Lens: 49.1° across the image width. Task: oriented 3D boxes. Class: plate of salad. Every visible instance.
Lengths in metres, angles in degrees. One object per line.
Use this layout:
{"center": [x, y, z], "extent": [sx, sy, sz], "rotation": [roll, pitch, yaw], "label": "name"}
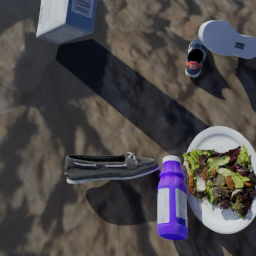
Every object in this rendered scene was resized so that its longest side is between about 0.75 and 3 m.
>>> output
{"center": [1.915, 1.130, 6.304], "extent": [0.570, 2.373, 2.373], "rotation": [5, 60, -28], "label": "plate of salad"}

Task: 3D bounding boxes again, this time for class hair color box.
{"center": [-1.846, -3.361, 8.168], "extent": [0.833, 2.746, 1.359], "rotation": [7, 95, -34], "label": "hair color box"}

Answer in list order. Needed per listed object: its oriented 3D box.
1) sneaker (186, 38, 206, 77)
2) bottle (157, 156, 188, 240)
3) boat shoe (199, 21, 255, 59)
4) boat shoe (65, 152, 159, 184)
{"center": [2.197, -2.403, 8.892], "extent": [0.609, 0.686, 1.624], "rotation": [7, 58, 11], "label": "sneaker"}
{"center": [1.075, 1.648, 6.827], "extent": [0.639, 0.818, 1.957], "rotation": [-12, 56, 25], "label": "bottle"}
{"center": [2.943, -2.682, 8.544], "extent": [2.484, 0.891, 0.842], "rotation": [1, 21, -32], "label": "boat shoe"}
{"center": [-0.390, 0.898, 7.059], "extent": [2.404, 0.804, 0.685], "rotation": [-7, 99, -9], "label": "boat shoe"}
